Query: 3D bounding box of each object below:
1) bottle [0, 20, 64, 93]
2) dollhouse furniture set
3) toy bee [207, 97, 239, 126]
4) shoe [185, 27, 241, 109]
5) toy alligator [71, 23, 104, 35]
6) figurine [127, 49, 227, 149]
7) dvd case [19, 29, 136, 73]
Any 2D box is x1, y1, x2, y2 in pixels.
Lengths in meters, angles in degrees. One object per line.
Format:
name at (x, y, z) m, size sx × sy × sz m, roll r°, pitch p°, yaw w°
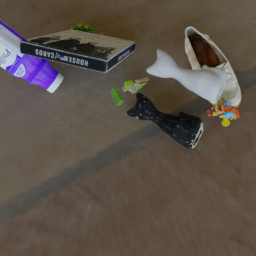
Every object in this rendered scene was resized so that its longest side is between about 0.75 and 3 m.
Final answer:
bottle at (-3.036, -1.970, 7.741) m, size 2.612 × 1.091 × 0.853 m, roll 37°, pitch 51°, yaw -25°
dollhouse furniture set at (0.125, -1.036, 7.974) m, size 1.176 × 0.588 × 0.454 m, roll -20°, pitch 77°, yaw -33°
toy bee at (2.477, -0.482, 7.479) m, size 0.626 × 1.151 × 0.753 m, roll -19°, pitch 42°, yaw 36°
shoe at (2.376, -1.812, 8.248) m, size 1.025 × 0.783 × 2.932 m, roll -26°, pitch 63°, yaw 10°
toy alligator at (-1.318, -3.290, 9.340) m, size 1.120 × 0.332 × 0.304 m, roll 13°, pitch 56°, yaw 4°
figurine at (1.234, -0.854, 7.491) m, size 2.104 × 0.928 × 2.156 m, roll 28°, pitch 99°, yaw 19°
dvd case at (-1.190, -2.272, 7.855) m, size 2.243 × 0.369 × 2.985 m, roll 14°, pitch 27°, yaw 9°
